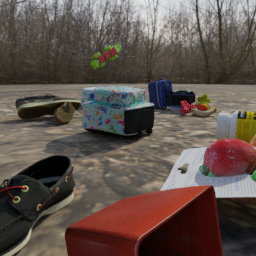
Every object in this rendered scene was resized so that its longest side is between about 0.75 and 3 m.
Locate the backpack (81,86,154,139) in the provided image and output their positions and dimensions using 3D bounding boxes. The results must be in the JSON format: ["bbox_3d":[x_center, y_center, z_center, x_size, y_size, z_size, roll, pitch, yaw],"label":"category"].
[{"bbox_3d":[-0.408,-0.503,8.639,2.078,1.565,1.845,0,9,29],"label":"backpack"}]

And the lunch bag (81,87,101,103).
[{"bbox_3d":[-1.396,-1.808,16.108,2.586,1.066,2.079,-2,10,-10],"label":"lunch bag"}]

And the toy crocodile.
[{"bbox_3d":[-0.990,-3.302,12.821,1.946,0.657,0.601,-41,19,-29],"label":"toy crocodile"}]

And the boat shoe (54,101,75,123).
[{"bbox_3d":[-2.584,-0.520,11.056,0.619,0.659,1.832,-32,16,10],"label":"boat shoe"}]

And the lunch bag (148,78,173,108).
[{"bbox_3d":[1.818,-1.872,14.982,1.076,1.584,1.048,-16,12,-43],"label":"lunch bag"}]

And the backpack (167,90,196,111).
[{"bbox_3d":[2.802,-1.455,14.425,1.387,1.022,1.519,3,13,17],"label":"backpack"}]

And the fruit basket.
[{"bbox_3d":[2.049,0.634,4.281,2.764,1.296,2.560,-12,6,21],"label":"fruit basket"}]

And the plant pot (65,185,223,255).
[{"bbox_3d":[0.098,1.036,2.158,0.898,1.019,1.019,-4,6,41],"label":"plant pot"}]

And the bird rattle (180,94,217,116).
[{"bbox_3d":[3.207,-0.947,12.608,1.620,0.912,1.321,-11,32,-34],"label":"bird rattle"}]

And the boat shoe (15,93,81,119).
[{"bbox_3d":[-3.374,-1.062,11.962,2.776,0.912,0.992,-12,-29,-36],"label":"boat shoe"}]

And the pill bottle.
[{"bbox_3d":[3.164,0.027,7.234,1.606,0.918,0.918,4,12,23],"label":"pill bottle"}]

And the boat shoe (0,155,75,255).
[{"bbox_3d":[-1.373,0.909,3.429,0.805,0.689,2.199,7,14,18],"label":"boat shoe"}]
